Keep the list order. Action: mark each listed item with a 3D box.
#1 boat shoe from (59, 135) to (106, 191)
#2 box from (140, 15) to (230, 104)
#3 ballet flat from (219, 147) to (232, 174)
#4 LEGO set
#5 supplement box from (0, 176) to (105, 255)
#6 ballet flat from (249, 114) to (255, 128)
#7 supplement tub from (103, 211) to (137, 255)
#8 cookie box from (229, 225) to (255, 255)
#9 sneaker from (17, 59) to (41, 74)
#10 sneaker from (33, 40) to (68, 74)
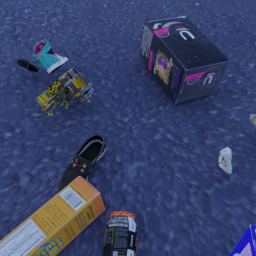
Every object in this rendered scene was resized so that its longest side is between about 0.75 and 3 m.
[{"bbox_3d":[-1.209,0.928,7.303,0.660,0.565,1.803,28,63,15],"label":"boat shoe"},{"bbox_3d":[1.720,-2.348,9.271,1.648,1.430,2.696,-16,55,-20],"label":"box"},{"bbox_3d":[2.457,0.850,7.123,0.339,0.944,0.339,-10,41,9],"label":"ballet flat"},{"bbox_3d":[-1.738,-0.927,8.284,1.525,1.149,1.984,-41,14,1],"label":"LEGO set"},{"bbox_3d":[-1.666,2.195,6.069,2.434,0.810,0.837,-37,51,-26],"label":"supplement box"},{"bbox_3d":[3.819,0.143,7.269,0.501,0.556,1.477,-27,80,-38],"label":"ballet flat"},{"bbox_3d":[-0.159,2.420,5.962,0.696,0.696,1.137,3,56,3],"label":"supplement tub"},{"bbox_3d":[2.858,2.799,4.452,2.549,2.180,0.958,13,37,3],"label":"cookie box"},{"bbox_3d":[-3.383,-2.111,9.590,0.911,0.475,0.274,26,95,-13],"label":"sneaker"},{"bbox_3d":[-2.593,-2.385,9.226,0.694,1.002,1.659,-35,16,11],"label":"sneaker"}]
